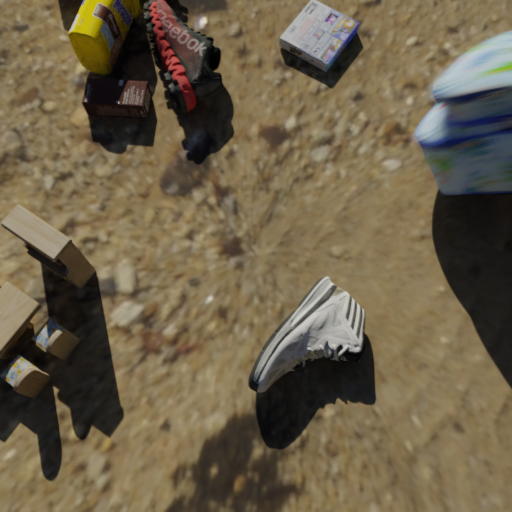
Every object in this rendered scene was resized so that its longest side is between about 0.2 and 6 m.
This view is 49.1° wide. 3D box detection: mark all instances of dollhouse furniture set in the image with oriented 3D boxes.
[{"bbox_3d":[-3.489,0.608,8.005,1.894,1.436,2.161,32,73,11],"label":"dollhouse furniture set"}]

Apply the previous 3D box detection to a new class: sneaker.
[{"bbox_3d":[-1.258,-3.666,9.951,1.121,0.811,2.294,-21,73,-7],"label":"sneaker"},{"bbox_3d":[0.862,1.351,8.083,1.176,0.771,2.044,36,71,15],"label":"sneaker"}]

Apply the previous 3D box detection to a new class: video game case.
[{"bbox_3d":[1.170,-4.099,10.403,1.042,0.261,1.150,33,73,11],"label":"video game case"}]

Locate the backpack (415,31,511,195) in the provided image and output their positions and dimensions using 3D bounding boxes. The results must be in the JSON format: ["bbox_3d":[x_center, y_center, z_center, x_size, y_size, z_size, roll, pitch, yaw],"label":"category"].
[{"bbox_3d":[3.735,-2.145,8.236,2.417,2.641,1.941,-45,112,-25],"label":"backpack"}]

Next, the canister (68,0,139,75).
[{"bbox_3d":[-2.695,-4.189,9.979,0.673,1.156,1.556,14,72,5],"label":"canister"}]

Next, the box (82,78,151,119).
[{"bbox_3d":[-2.439,-2.769,9.838,1.089,0.408,0.545,3,70,3],"label":"box"}]
